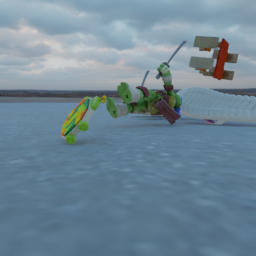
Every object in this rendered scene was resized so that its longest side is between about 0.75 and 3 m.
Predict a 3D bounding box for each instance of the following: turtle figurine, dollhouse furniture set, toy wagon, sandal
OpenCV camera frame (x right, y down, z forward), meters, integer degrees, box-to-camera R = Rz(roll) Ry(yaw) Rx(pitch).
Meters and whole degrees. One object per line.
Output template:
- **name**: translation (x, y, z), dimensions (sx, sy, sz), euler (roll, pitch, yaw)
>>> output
- **turtle figurine**: translation (0.499, -1.243, 8.430), dimensions (2.370, 2.445, 1.759), euler (-13, 12, -38)
- **dollhouse furniture set**: translation (3.390, -2.062, 10.567), dimensions (1.282, 2.462, 2.489), euler (16, 8, 35)
- **toy wagon**: translation (-0.837, -0.248, 5.193), dimensions (0.224, 1.132, 0.878), euler (34, 30, -26)
- **sandal**: translation (2.822, -0.566, 8.935), dimensions (2.961, 1.205, 0.728), euler (15, -30, 33)

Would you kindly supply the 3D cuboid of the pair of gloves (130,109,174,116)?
- **pair of gloves**: translation (1.222, -0.709, 11.688), dimensions (2.073, 0.428, 2.438), euler (-2, -2, -14)
